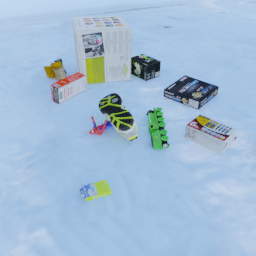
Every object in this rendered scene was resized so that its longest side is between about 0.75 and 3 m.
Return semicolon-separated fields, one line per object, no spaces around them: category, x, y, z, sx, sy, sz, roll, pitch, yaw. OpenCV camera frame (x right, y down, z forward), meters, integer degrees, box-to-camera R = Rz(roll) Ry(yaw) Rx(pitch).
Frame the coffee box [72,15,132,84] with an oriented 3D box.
coffee box;-1.439;-4.358;15.382;2.835;2.866;2.862;-7;35;-10

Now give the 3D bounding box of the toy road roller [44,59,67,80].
toy road roller;-4.006;-3.101;15.364;1.081;0.910;1.481;-18;31;-4

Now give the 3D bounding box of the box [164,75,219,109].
box;3.102;-1.800;13.738;1.964;0.492;1.979;28;45;31

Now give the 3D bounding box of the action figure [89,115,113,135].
action figure;-0.887;-0.280;11.311;1.686;0.835;0.550;-30;44;-32

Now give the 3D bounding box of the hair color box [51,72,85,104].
hair color box;-2.875;-1.962;13.618;0.549;0.911;1.794;27;42;25

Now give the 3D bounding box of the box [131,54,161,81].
box;0.928;-3.436;15.775;1.114;0.932;1.500;-25;43;-32

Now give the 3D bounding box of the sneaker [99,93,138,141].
sneaker;-0.422;-0.447;11.316;1.033;1.047;2.740;-27;41;-1

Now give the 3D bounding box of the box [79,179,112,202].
box;-1.005;1.913;8.585;0.893;0.213;0.545;-12;36;-17

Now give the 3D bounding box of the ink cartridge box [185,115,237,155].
ink cartridge box;3.246;0.136;10.780;1.581;0.663;1.388;26;42;33

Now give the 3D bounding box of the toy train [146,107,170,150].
toy train;1.161;-0.042;11.192;0.706;0.522;2.504;-8;36;4
